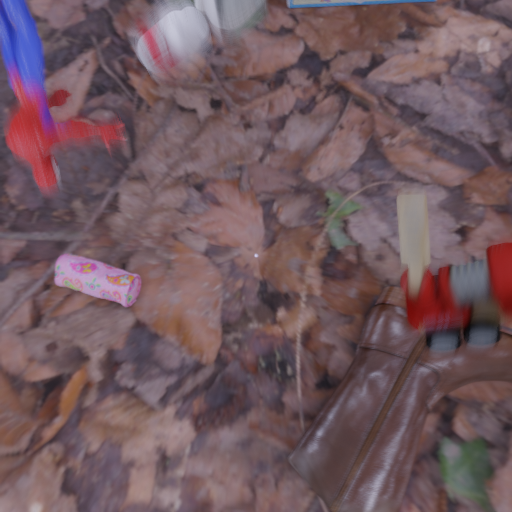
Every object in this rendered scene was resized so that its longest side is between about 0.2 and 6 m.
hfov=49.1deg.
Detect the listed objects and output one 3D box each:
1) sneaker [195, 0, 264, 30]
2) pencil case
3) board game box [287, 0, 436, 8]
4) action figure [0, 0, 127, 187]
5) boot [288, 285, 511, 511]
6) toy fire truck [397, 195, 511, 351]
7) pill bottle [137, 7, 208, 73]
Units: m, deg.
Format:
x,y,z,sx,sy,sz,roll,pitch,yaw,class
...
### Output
x,y,z,sx,sy,sz,roll,pitch,yaw,class
-0.443,-3.759,7.915,0.896,1.047,2.405,21,43,-22,sneaker
-2.509,0.387,8.829,1.338,0.585,0.585,16,68,7,pencil case
2.139,-5.703,10.534,3.036,2.041,0.520,-3,68,-2,board game box
-2.736,-2.464,7.542,0.975,1.478,2.987,6,105,39,action figure
2.401,2.349,7.712,3.058,1.054,3.282,22,65,23,boot
2.107,0.131,5.667,1.451,1.649,1.061,-15,55,31,toy fire truck
-1.277,-3.326,8.606,0.658,1.172,0.658,8,77,-40,pill bottle
